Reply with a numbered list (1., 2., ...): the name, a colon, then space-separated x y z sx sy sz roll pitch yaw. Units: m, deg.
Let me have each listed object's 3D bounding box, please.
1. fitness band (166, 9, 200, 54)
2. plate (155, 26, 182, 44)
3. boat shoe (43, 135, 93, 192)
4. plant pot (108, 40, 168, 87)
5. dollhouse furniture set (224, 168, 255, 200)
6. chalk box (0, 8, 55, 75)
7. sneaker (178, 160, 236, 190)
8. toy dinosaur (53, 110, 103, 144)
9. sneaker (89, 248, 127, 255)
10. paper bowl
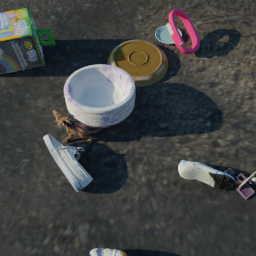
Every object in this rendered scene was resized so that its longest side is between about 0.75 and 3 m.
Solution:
1. fitness band: 2.415 -4.195 12.170 1.443 0.376 2.010 -27 93 -38
2. plate: 1.863 -4.275 12.936 1.220 0.156 1.220 0 60 -1
3. boat shoe: -1.929 0.970 9.451 0.974 0.844 2.284 -33 67 -18
4. plant pot: 0.423 -2.912 12.020 2.628 0.361 2.628 0 59 1
5. dollhouse furniture set: 4.082 1.383 9.122 1.381 0.980 1.094 -31 64 -17
6. chalk box: -4.535 -3.614 11.617 2.850 1.773 1.764 -15 61 -10
7. sneaker: 2.622 1.503 9.272 1.938 0.696 0.702 17 33 2
8. toy dinosaur: -1.788 -0.017 9.826 1.760 1.193 0.755 6 60 3
9. sneaker: -0.844 4.581 7.353 1.195 1.020 2.710 7 51 14
10. paper bowl: -0.999 -1.073 10.249 2.516 1.309 2.516 1 49 -2
